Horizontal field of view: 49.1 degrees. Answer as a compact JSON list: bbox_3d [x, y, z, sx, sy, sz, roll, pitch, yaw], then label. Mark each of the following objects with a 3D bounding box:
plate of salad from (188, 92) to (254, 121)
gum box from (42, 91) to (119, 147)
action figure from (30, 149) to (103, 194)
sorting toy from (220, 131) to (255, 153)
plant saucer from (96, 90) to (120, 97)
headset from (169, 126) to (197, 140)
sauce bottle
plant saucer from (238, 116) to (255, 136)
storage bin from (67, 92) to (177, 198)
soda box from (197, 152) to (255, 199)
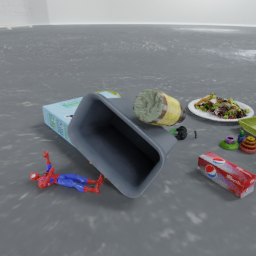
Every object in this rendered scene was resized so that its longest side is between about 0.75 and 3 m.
[{"bbox_3d":[3.320,-0.800,10.047,2.261,0.543,2.261,1,25,0],"label":"plate of salad"},{"bbox_3d":[-0.871,-0.256,8.752,2.505,0.657,2.949,-19,31,-35],"label":"gum box"},{"bbox_3d":[-1.401,0.954,6.099,1.621,0.802,0.529,1,25,8],"label":"action figure"},{"bbox_3d":[3.101,0.348,7.756,1.006,0.413,0.605,11,28,23],"label":"sorting toy"},{"bbox_3d":[-0.914,-1.329,11.582,1.223,0.190,1.223,-1,25,0],"label":"plant saucer"},{"bbox_3d":[1.635,0.194,8.347,0.816,0.383,0.504,-9,27,17],"label":"headset"},{"bbox_3d":[0.839,-0.390,6.447,0.719,0.719,2.222,12,2,24],"label":"sauce bottle"},{"bbox_3d":[4.291,0.047,8.485,1.384,0.332,1.386,-9,27,-18],"label":"plant saucer"},{"bbox_3d":[-0.034,0.298,6.472,2.236,1.628,1.502,42,28,17],"label":"storage bin"},{"bbox_3d":[2.172,1.013,6.306,0.406,0.448,1.280,-16,29,-30],"label":"soda box"}]
